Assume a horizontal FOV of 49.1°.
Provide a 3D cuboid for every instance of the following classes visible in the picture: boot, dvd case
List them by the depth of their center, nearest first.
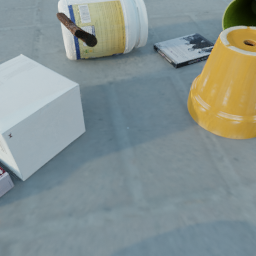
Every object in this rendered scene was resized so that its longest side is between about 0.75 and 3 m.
[{"bbox_3d":[-1.496,-2.882,8.171,1.109,1.034,0.356,45,102,29],"label":"boot"},{"bbox_3d":[2.265,-2.992,10.672,2.111,0.261,1.586,-20,48,-19],"label":"dvd case"}]

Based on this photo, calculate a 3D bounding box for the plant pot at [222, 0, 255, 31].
[{"bbox_3d":[5.037,-4.490,10.945,2.028,2.028,2.167,24,48,22],"label":"plant pot"}]

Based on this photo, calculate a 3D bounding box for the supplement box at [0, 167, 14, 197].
[{"bbox_3d":[-3.518,1.054,6.420,1.657,0.505,0.902,28,51,27],"label":"supplement box"}]

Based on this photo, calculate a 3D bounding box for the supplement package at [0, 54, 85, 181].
[{"bbox_3d":[-2.661,-0.373,7.026,2.255,1.658,2.156,29,52,26],"label":"supplement package"}]

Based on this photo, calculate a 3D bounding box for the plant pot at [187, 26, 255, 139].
[{"bbox_3d":[3.024,-1.352,7.588,2.471,2.262,2.471,0,45,0],"label":"plant pot"}]

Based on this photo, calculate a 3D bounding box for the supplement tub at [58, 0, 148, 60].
[{"bbox_3d":[-0.897,-3.641,10.038,2.873,2.074,2.074,-10,46,-11],"label":"supplement tub"}]
